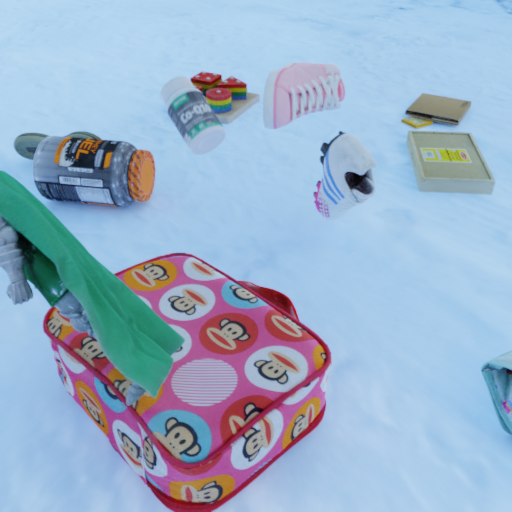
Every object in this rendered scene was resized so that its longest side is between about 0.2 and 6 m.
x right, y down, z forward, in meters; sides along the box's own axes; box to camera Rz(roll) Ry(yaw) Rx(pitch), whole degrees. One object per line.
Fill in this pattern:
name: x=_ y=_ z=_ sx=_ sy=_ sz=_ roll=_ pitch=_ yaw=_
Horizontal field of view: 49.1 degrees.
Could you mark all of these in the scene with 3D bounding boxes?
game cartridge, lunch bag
game cartridge: x=3.729 y=-3.103 z=12.959 sx=0.571 sy=0.093 sz=0.503 roll=-20 pitch=41 yaw=-25
lunch bag: x=3.403 y=1.568 z=5.939 sx=1.402 sy=1.004 sz=1.646 roll=-16 pitch=45 yaw=-19
lunch bag: x=-0.660 y=1.089 z=6.380 sx=2.589 sy=1.204 sz=2.939 roll=-29 pitch=45 yaw=-33

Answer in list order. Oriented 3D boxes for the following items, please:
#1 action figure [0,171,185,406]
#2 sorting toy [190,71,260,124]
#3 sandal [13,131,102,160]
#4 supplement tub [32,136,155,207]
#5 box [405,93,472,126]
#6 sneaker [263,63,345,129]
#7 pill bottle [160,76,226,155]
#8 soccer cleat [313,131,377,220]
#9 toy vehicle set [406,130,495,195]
action figure: x=-1.716 y=0.093 z=4.731 sx=0.703 sy=2.571 sz=1.519 roll=-41 pitch=7 yaw=-2
sorting toy: x=-1.024 y=-3.935 z=13.651 sx=1.695 sy=0.593 sz=1.705 roll=17 pitch=39 yaw=21
sandal: x=-3.769 y=-1.937 z=10.934 sx=2.141 sy=0.850 sz=0.611 roll=3 pitch=54 yaw=14
supplement tub: x=-2.817 y=-1.481 z=9.894 sx=1.889 sy=1.157 sz=1.157 roll=5 pitch=37 yaw=7
box: x=4.383 y=-3.541 z=13.429 sx=1.245 sy=0.162 sz=1.524 roll=18 pitch=38 yaw=23
sneaker: x=0.727 y=-2.318 z=7.951 sx=0.975 sy=0.702 sz=1.865 roll=8 pitch=34 yaw=15
pill bottle: x=-0.866 y=-1.894 z=7.538 sx=0.550 sy=0.550 sz=0.972 roll=-24 pitch=73 yaw=-29
soccer cleat: x=1.346 y=-0.958 z=8.351 sx=0.710 sy=2.032 sz=0.877 roll=-37 pitch=66 yaw=-12
toy vehicle set: x=3.814 y=-1.913 z=11.191 sx=1.343 sy=0.287 sz=2.162 roll=4 pitch=37 yaw=5
